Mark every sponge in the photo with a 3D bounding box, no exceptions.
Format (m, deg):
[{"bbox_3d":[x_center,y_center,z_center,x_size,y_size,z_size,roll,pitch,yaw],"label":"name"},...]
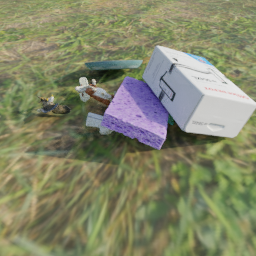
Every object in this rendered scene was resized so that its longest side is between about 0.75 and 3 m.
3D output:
[{"bbox_3d":[0.368,-0.594,7.976,1.608,0.430,2.883,22,30,0],"label":"sponge"}]

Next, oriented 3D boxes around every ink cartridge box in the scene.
[{"bbox_3d":[1.991,-1.121,8.261,2.080,1.201,2.850,6,35,-29],"label":"ink cartridge box"}]

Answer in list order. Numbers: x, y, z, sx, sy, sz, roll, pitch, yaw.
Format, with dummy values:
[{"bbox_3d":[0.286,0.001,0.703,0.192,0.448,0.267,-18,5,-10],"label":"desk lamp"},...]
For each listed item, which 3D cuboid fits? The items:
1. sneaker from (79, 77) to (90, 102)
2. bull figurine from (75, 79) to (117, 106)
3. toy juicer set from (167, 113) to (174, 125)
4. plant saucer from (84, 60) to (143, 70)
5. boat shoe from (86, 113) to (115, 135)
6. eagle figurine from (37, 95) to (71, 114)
[{"bbox_3d":[-1.545,-1.322,10.113,0.376,0.424,1.004,-5,64,-3],"label":"sneaker"},{"bbox_3d":[-1.031,-1.176,9.268,1.387,0.842,0.452,23,72,-16],"label":"bull figurine"},{"bbox_3d":[1.273,-0.358,8.890,1.287,0.350,0.818,30,29,21],"label":"toy juicer set"},{"bbox_3d":[-0.578,-2.536,11.356,2.357,0.323,2.357,-2,11,0],"label":"plant saucer"},{"bbox_3d":[-0.613,-0.039,8.042,1.457,0.509,0.517,17,-2,26],"label":"boat shoe"},{"bbox_3d":[-2.432,-0.692,8.905,1.003,0.757,0.761,38,62,25],"label":"eagle figurine"}]
